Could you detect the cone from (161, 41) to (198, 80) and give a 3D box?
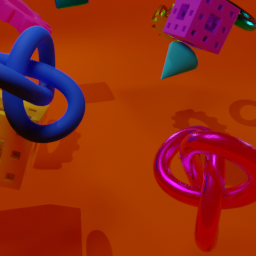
[{"bbox_3d":[1.112,-1.514,7.011,0.914,0.914,0.917,32,72,36],"label":"cone"}]

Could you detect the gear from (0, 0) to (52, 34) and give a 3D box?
[{"bbox_3d":[-2.919,-3.012,7.178,2.019,0.373,2.019,39,14,-12],"label":"gear"}]

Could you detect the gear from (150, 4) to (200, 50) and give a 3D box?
[{"bbox_3d":[1.494,-2.806,7.917,1.732,1.732,0.320,21,84,27],"label":"gear"}]

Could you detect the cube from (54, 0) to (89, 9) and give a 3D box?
[{"bbox_3d":[-2.026,-4.711,9.513,1.099,1.099,1.099,-14,26,-10],"label":"cube"}]

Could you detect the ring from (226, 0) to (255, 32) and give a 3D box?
[{"bbox_3d":[3.222,-3.483,8.509,1.630,0.326,1.630,20,38,-17],"label":"ring"}]

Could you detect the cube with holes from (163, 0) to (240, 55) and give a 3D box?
[{"bbox_3d":[1.652,-2.460,6.462,1.034,1.034,1.034,15,18,-28],"label":"cube with holes"}]

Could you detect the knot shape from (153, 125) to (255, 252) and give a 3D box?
[{"bbox_3d":[0.927,0.587,3.689,0.769,1.665,1.558,-6,34,-23],"label":"knot shape"}]

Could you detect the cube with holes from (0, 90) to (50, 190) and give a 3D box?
[{"bbox_3d":[-2.278,0.127,5.041,1.249,1.249,1.249,17,16,-11],"label":"cube with holes"}]

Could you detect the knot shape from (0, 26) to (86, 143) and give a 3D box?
[{"bbox_3d":[-1.413,-0.784,4.210,0.823,1.780,1.666,-27,37,29],"label":"knot shape"}]
